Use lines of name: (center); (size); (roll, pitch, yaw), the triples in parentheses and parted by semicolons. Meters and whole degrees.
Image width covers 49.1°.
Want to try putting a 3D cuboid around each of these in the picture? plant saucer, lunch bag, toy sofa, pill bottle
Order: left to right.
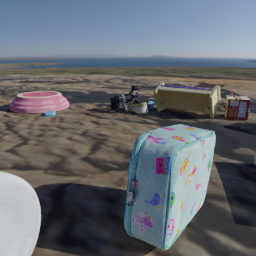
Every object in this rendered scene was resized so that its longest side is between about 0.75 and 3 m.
pill bottle: (-2.705, 1.112, 3.740); (2.777, 1.542, 1.542); (8, 17, 27)
plant saucer: (-4.521, -1.388, 14.358); (2.910, 0.737, 2.910); (-1, 16, 0)
lunch bag: (0.716, 0.859, 4.539); (0.815, 1.695, 2.113); (15, 15, 30)
toy sofa: (2.765, -1.454, 12.904); (2.883, 1.194, 1.407); (10, 44, 33)

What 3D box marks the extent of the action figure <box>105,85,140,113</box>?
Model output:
action figure: (-0.207, -1.249, 13.416); (1.791, 0.914, 1.064); (-31, 45, 25)

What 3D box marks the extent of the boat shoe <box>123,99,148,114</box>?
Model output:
boat shoe: (0.353, -1.115, 13.554); (0.664, 0.623, 1.800); (-11, 19, -35)

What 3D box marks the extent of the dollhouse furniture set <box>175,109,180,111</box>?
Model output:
dollhouse furniture set: (2.998, -1.008, 13.748); (1.055, 0.587, 0.933); (12, 44, 35)

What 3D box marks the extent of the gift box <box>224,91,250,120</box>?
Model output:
gift box: (4.782, -0.972, 12.198); (1.039, 1.126, 1.052); (9, 16, 12)

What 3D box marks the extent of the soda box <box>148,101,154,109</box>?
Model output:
soda box: (1.183, -1.183, 14.490); (0.277, 0.262, 0.817); (2, 15, 7)

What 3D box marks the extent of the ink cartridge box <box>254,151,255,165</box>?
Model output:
ink cartridge box: (4.441, 1.099, 5.585); (2.946, 0.638, 2.893); (1, 15, 9)

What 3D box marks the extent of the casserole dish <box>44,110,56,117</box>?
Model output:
casserole dish: (-3.588, -0.672, 12.852); (0.488, 0.156, 0.806); (-2, 16, -6)
